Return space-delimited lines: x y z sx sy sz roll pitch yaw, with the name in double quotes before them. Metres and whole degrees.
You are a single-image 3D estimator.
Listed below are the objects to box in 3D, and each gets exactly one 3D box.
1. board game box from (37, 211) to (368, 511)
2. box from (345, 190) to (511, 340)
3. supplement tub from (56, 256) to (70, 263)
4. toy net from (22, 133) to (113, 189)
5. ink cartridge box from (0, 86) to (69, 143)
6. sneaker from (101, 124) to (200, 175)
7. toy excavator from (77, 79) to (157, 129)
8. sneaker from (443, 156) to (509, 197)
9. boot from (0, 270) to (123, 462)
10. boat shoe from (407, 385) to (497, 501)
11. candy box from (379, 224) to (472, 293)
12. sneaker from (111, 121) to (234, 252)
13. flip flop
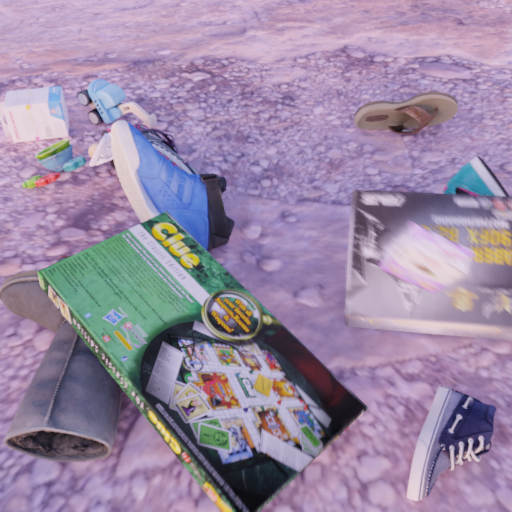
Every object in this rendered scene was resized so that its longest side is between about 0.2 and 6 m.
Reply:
"board game box" -0.847 1.240 7.889 2.344 0.525 4.474 -31 61 -31
"box" 2.908 0.111 9.045 2.836 0.686 2.246 4 67 10
"supplement tub" -3.351 0.388 9.716 0.423 0.423 0.791 1 41 1
"toy net" -3.744 -2.083 11.640 2.839 0.548 1.489 -6 29 35
"ink cartridge box" -5.406 -3.439 13.602 1.490 0.958 0.933 -8 42 -10
"sneaker" -2.109 -2.155 11.983 1.135 1.226 3.040 -29 49 -32
"toy excavator" -3.417 -3.716 13.937 1.612 1.567 0.805 -6 32 38
"sneaker" 4.259 -0.693 10.636 2.086 1.259 0.872 57 28 5
"boot" -2.992 1.527 8.177 2.522 1.006 2.773 3 48 5
"boat shoe" 2.552 2.449 7.195 0.824 0.663 1.776 14 42 26
"candy box" 2.350 0.059 7.854 0.883 1.053 0.377 25 70 0
"sneaker" -1.508 -1.353 10.568 1.673 1.154 3.008 -21 73 -24
"flip flop" 3.634 -3.336 13.558 2.495 1.012 0.718 -5 55 -3
